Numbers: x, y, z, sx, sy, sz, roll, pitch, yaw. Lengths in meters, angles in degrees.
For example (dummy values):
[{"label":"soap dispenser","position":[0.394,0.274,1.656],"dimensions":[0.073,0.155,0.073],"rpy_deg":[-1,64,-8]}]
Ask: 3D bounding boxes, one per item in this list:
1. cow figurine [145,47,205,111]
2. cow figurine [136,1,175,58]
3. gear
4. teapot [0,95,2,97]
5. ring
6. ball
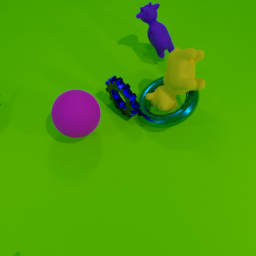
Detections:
[{"label":"cow figurine","position":[1.180,-1.260,7.373],"dimensions":[1.611,1.638,0.899],"rpy_deg":[3,8,43]},{"label":"cow figurine","position":[0.854,-3.010,8.547],"dimensions":[0.779,1.397,1.420],"rpy_deg":[-26,61,9]},{"label":"gear","position":[-0.162,-0.853,7.733],"dimensions":[0.225,1.219,1.219],"rpy_deg":[-37,65,-20]},{"label":"teapot","position":[-4.106,-0.224,7.351],"dimensions":[1.928,0.944,1.199],"rpy_deg":[-34,34,-31]},{"label":"ring","position":[1.083,-0.775,7.837],"dimensions":[1.818,0.364,1.818],"rpy_deg":[-15,50,19]},{"label":"ball","position":[-1.316,-0.363,7.137],"dimensions":[1.239,1.239,1.239],"rpy_deg":[0,58,0]}]
